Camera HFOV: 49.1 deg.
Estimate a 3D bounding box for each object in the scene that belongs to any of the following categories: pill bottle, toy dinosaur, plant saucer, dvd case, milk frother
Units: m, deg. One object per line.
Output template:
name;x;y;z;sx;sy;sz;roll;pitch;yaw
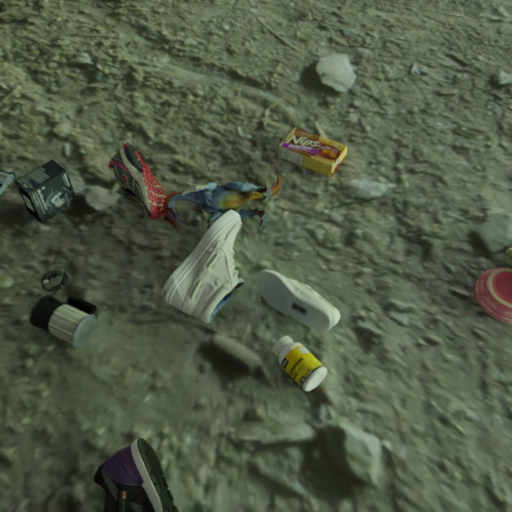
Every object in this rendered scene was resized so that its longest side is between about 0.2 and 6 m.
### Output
pill bottle;0.753;1.907;10.063;0.542;0.542;0.974;-33;57;-23
toy dinosaur;-0.851;-1.119;12.504;2.243;1.298;2.471;9;20;16
plant saucer;5.057;0.730;11.142;1.318;0.334;1.318;0;51;1
dvd case;-6.651;-1.412;12.975;1.299;0.160;1.821;14;53;12
milk frother;-3.552;0.955;10.472;1.046;1.113;1.004;21;50;15

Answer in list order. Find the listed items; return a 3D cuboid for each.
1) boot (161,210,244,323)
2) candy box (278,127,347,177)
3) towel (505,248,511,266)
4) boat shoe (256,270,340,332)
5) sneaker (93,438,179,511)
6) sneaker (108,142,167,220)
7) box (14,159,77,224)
boot;-0.715;0.235;11.314;1.198;0.922;2.507;30;62;11
candy box;1.383;-2.555;13.729;1.460;0.412;0.852;26;56;18
towel;5.918;0.300;11.286;1.207;0.297;1.626;-18;52;-37
boat shoe;0.831;0.816;10.922;1.817;0.644;0.634;30;26;25
sneaker;-1.713;4.014;8.338;1.025;0.887;2.341;-30;53;-2
sneaker;-2.683;-1.609;12.823;0.774;0.836;2.074;-38;62;13
box;-4.649;-1.431;12.457;0.583;0.977;0.994;35;59;25
